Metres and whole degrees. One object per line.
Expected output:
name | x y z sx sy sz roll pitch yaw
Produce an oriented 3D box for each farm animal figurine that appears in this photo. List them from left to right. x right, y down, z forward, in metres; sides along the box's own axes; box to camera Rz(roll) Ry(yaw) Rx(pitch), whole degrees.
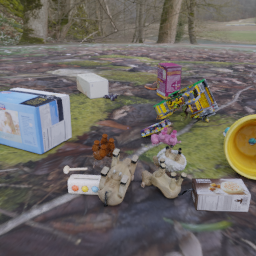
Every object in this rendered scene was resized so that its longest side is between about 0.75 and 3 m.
farm animal figurine | 0.335 1.039 7.047 2.393 1.203 1.932 -3 40 -16

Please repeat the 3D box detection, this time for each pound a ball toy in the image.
pound a ball toy | -1.097 1.303 6.837 0.987 0.644 0.419 2 21 4

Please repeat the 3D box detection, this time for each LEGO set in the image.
LEGO set | 2.485 -0.722 11.465 2.223 1.675 2.890 -23 7 25

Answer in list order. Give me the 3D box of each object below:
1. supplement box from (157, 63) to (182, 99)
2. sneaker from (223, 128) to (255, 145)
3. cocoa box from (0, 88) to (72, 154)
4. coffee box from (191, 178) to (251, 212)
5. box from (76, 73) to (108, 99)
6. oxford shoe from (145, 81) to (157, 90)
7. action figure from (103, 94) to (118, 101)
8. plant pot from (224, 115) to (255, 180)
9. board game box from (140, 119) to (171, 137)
supplement box | 2.194 -2.542 15.083 0.910 1.764 1.154 -7 23 -16
sneaker | 4.555 0.061 9.398 2.720 1.083 1.054 -2 21 -2
cocoa box | -3.424 -0.336 9.593 2.468 1.646 1.620 10 24 25
coffee box | 2.108 1.533 6.482 1.171 0.467 0.669 1 21 3
box | -2.058 -2.447 15.959 1.141 0.934 2.403 -10 23 -23
oxford shoe | 1.698 -2.593 16.895 1.450 0.528 0.517 9 23 22
action figure | -0.951 -1.675 14.892 0.585 0.312 0.899 -25 29 -37
plant pot | 3.586 0.449 7.898 1.694 1.694 1.594 7 7 18
board game box | 1.020 -0.010 10.232 0.763 0.262 0.924 -20 3 41
